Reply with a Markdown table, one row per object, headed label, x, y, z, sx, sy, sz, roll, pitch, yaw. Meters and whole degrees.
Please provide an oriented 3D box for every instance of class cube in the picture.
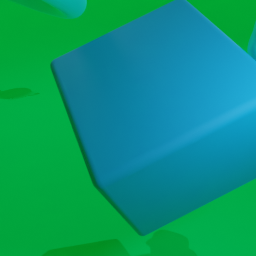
| label | x | y | z | sx | sy | sz | roll | pitch | yaw |
| --- | --- | --- | --- | --- | --- | --- | --- | --- | --- |
| cube | 0.314 | -0.057 | 2.688 | 1.390 | 1.390 | 1.390 | -27 | 53 | -2 |

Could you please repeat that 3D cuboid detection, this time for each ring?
| label | x | y | z | sx | sy | sz | roll | pitch | yaw |
| --- | --- | --- | --- | --- | --- | --- | --- | --- | --- |
| ring | -1.101 | -1.392 | 2.560 | 1.487 | 0.297 | 1.487 | 19 | 10 | -4 |

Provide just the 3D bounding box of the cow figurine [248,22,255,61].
| label | x | y | z | sx | sy | sz | roll | pitch | yaw |
| --- | --- | --- | --- | --- | --- | --- | --- | --- | --- |
| cow figurine | 1.562 | -0.685 | 3.049 | 0.733 | 1.314 | 1.336 | 19 | 23 | 17 |
